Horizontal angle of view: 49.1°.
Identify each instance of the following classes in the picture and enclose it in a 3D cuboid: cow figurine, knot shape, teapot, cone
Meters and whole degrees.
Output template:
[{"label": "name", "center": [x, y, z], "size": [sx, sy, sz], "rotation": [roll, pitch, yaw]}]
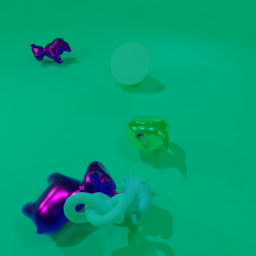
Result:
[{"label": "cow figurine", "center": [0.148, 1.285, 5.652], "size": [0.675, 1.230, 1.210], "rotation": [19, 47, -1]}, {"label": "cow figurine", "center": [-1.062, 1.373, 5.393], "size": [1.661, 0.927, 1.688], "rotation": [3, 43, 47]}, {"label": "cow figurine", "center": [-3.004, -3.044, 10.774], "size": [1.286, 0.717, 1.307], "rotation": [37, 82, 4]}, {"label": "knot shape", "center": [-0.515, 1.278, 4.453], "size": [0.985, 1.053, 0.486], "rotation": [3, 77, -9]}, {"label": "teapot", "center": [0.517, 0.184, 6.789], "size": [1.115, 0.878, 1.793], "rotation": [-10, 15, -31]}, {"label": "cone", "center": [0.315, -2.127, 9.840], "size": [1.409, 1.409, 1.414], "rotation": [18, 7, 20]}]
